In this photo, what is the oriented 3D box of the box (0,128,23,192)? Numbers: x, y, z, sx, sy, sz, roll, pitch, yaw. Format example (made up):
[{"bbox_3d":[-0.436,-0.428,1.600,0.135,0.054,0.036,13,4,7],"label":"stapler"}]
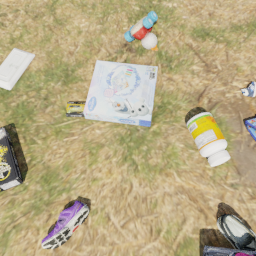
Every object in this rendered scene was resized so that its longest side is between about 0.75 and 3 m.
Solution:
[{"bbox_3d":[-5.445,1.475,10.075,2.766,0.679,2.229,-21,62,-10],"label":"box"}]

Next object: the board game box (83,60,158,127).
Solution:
[{"bbox_3d":[-0.233,-1.493,11.638,2.680,0.584,2.693,8,63,4],"label":"board game box"}]

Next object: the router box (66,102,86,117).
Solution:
[{"bbox_3d":[-2.123,-0.762,11.483,0.778,0.203,0.612,0,63,0],"label":"router box"}]

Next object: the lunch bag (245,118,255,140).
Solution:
[{"bbox_3d":[5.575,0.138,10.729,1.446,0.903,1.920,-18,45,-10],"label":"lunch bag"}]

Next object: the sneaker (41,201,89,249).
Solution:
[{"bbox_3d":[-2.124,3.207,9.303,0.770,0.744,1.847,30,57,31],"label":"sneaker"}]

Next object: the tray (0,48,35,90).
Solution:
[{"bbox_3d":[-5.174,-2.718,12.474,1.149,0.237,2.140,20,65,9],"label":"tray"}]

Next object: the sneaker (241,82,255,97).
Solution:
[{"bbox_3d":[5.110,-1.685,11.897,0.559,0.308,0.764,11,69,1],"label":"sneaker"}]

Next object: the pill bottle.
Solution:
[{"bbox_3d":[3.013,0.435,10.410,1.028,1.028,1.851,-17,65,-9],"label":"pill bottle"}]

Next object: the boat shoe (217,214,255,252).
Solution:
[{"bbox_3d":[3.792,3.702,8.937,2.201,0.664,0.832,42,70,19],"label":"boat shoe"}]

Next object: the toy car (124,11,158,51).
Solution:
[{"bbox_3d":[0.912,-4.213,12.875,1.531,1.411,1.354,49,43,-19],"label":"toy car"}]

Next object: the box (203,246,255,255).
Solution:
[{"bbox_3d":[3.067,4.260,8.266,1.598,0.917,1.056,6,103,2],"label":"box"}]
